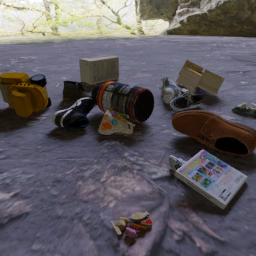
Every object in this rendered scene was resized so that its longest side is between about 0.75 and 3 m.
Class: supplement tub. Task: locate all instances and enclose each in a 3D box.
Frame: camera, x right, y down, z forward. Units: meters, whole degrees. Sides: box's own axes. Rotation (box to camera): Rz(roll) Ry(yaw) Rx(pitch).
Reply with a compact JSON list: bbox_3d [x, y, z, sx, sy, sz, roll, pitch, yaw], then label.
[{"bbox_3d":[-0.310,-1.139,11.452,2.619,1.401,1.401,19,29,39],"label":"supplement tub"}]

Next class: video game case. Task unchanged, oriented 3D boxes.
[{"bbox_3d":[2.128,1.220,7.097,1.375,0.179,1.511,33,38,27],"label":"video game case"}]

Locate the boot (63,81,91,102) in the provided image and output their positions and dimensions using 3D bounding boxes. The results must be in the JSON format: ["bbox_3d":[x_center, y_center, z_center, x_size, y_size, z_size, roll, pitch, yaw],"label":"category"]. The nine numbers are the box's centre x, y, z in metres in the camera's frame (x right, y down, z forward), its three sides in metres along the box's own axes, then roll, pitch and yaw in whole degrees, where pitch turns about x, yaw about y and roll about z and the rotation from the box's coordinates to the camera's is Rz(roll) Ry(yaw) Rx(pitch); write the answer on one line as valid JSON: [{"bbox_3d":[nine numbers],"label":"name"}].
[{"bbox_3d":[-2.302,-1.700,13.343,1.942,0.941,0.726,8,25,18],"label":"boot"}]

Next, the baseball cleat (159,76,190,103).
[{"bbox_3d":[2.315,-1.834,13.987,1.381,0.905,2.594,7,33,0],"label":"baseball cleat"}]

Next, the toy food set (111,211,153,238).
[{"bbox_3d":[0.126,2.013,5.759,0.915,0.144,0.582,-3,23,-26],"label":"toy food set"}]

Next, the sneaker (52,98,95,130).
[{"bbox_3d":[-1.763,-0.477,10.887,1.183,0.773,2.115,20,38,32],"label":"sneaker"}]

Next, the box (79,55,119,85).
[{"bbox_3d":[-1.738,-3.621,17.231,2.199,1.406,1.198,-19,30,-37],"label":"box"}]

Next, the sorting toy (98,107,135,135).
[{"bbox_3d":[-0.325,-0.175,10.426,1.171,0.695,1.300,21,25,1],"label":"sorting toy"}]

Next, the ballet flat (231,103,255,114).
[{"bbox_3d":[5.163,-0.869,12.043,1.335,0.496,0.496,11,25,24],"label":"ballet flat"}]

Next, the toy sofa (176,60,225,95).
[{"bbox_3d":[3.903,-2.655,15.561,1.241,1.463,2.998,20,18,-18],"label":"toy sofa"}]

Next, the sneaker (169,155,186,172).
[{"bbox_3d":[1.559,1.041,7.738,0.552,0.361,0.960,-11,31,-26],"label":"sneaker"}]

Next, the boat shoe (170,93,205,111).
[{"bbox_3d":[2.665,-1.188,12.388,1.728,0.590,0.638,-6,68,-27],"label":"boat shoe"}]

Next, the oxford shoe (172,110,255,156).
[{"bbox_3d":[2.630,0.145,9.042,2.896,1.033,1.032,16,34,31],"label":"oxford shoe"}]

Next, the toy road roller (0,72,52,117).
[{"bbox_3d":[-4.602,-1.370,12.029,2.400,1.475,1.752,6,36,12],"label":"toy road roller"}]
